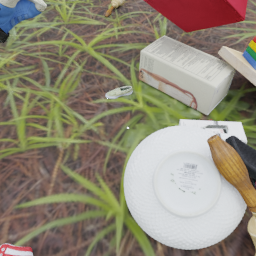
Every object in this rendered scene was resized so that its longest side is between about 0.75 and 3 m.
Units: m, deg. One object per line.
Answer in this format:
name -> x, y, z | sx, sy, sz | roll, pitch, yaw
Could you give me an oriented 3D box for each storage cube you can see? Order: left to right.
storage cube -> 2.038, -4.241, 7.918 | 2.383, 2.142, 2.037 | 7, 82, 49

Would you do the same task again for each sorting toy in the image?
sorting toy -> 4.543, -1.572, 8.067 | 2.837, 0.987, 2.820 | 2, 42, -38

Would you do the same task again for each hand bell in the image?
hand bell -> -0.701, -5.389, 12.561 | 0.638, 0.638, 1.226 | 21, 66, 17
hand bell -> 2.336, 1.330, 5.179 | 1.481, 1.481, 2.845 | -36, 95, -26

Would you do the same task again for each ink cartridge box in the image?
ink cartridge box -> 2.027, 0.397, 7.124 | 1.543, 1.133, 0.639 | 3, 49, 2

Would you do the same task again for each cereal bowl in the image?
cereal bowl -> 1.173, 1.166, 5.816 | 2.661, 1.108, 2.661 | -2, 76, 8

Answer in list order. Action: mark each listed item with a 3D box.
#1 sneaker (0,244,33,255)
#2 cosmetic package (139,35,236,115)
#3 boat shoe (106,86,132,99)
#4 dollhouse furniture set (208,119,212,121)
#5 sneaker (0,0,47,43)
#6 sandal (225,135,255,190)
sneaker -> -2.667, 2.879, 5.327 | 1.838, 0.655, 1.034 | -11, 54, -19
cosmetic package -> 1.799, -1.736, 8.909 | 2.687, 1.172, 1.389 | 34, 55, 26
boat shoe -> -0.292, -1.176, 9.027 | 0.892, 0.277, 0.321 | -15, 51, -12
dollhouse furniture set -> 2.098, 0.128, 7.874 | 0.846, 0.344, 0.455 | -19, 52, -16
sneaker -> -3.259, -3.090, 7.484 | 1.075, 1.558, 2.801 | 42, 18, -14
sandal -> 2.894, 1.022, 6.219 | 2.766, 0.623, 1.039 | 30, 33, -28
